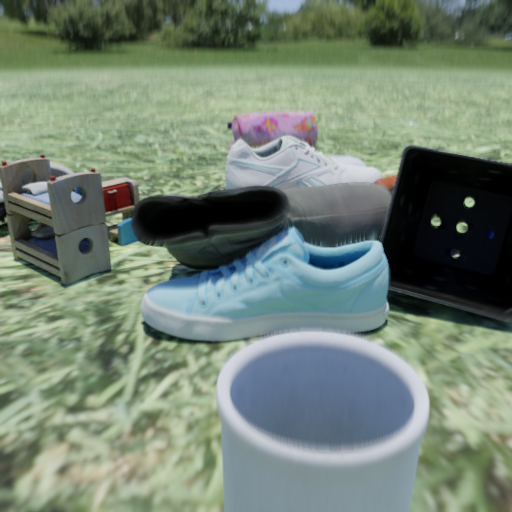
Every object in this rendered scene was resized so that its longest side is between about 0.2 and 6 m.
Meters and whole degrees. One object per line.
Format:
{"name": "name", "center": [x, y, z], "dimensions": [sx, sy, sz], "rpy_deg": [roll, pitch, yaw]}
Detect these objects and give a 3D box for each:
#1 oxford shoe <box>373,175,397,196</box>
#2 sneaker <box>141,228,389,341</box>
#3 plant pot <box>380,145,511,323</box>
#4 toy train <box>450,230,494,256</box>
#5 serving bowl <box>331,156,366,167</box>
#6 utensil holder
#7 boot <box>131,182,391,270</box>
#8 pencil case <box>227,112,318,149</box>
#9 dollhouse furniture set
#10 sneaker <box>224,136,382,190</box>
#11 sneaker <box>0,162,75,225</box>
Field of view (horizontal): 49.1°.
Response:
{"name": "oxford shoe", "center": [1.657, -0.783, 9.247], "dimensions": [1.926, 0.699, 0.686], "rpy_deg": [-17, -1, -1]}
{"name": "sneaker", "center": [0.105, 0.211, 6.293], "dimensions": [2.802, 1.148, 1.036], "rpy_deg": [-3, 22, -6]}
{"name": "plant pot", "center": [2.538, -0.320, 6.962], "dimensions": [1.697, 1.693, 1.505], "rpy_deg": [15, 9, 18]}
{"name": "toy train", "center": [3.303, -0.241, 8.125], "dimensions": [1.812, 0.767, 1.048], "rpy_deg": [0, 4, 23]}
{"name": "serving bowl", "center": [1.709, -1.895, 11.962], "dimensions": [1.348, 0.443, 1.348], "rpy_deg": [-2, 9, 0]}
{"name": "utensil holder", "center": [0.362, 1.322, 3.322], "dimensions": [1.156, 1.361, 1.156], "rpy_deg": [-1, 23, 0]}
{"name": "boot", "center": [0.282, -0.380, 6.781], "dimensions": [3.225, 1.092, 2.107], "rpy_deg": [-9, -5, 0]}
{"name": "pencil case", "center": [0.475, -3.367, 15.225], "dimensions": [2.378, 1.040, 1.040], "rpy_deg": [-8, 24, -18]}
{"name": "dollhouse furniture set", "center": [-2.358, -0.746, 8.222], "dimensions": [1.448, 1.439, 2.054], "rpy_deg": [18, 29, 37]}
{"name": "sneaker", "center": [0.932, -1.597, 10.593], "dimensions": [3.130, 1.254, 1.101], "rpy_deg": [-2, 21, -9]}
{"name": "sneaker", "center": [-4.254, -0.778, 9.188], "dimensions": [2.709, 1.025, 1.188], "rpy_deg": [-15, 36, -16]}
